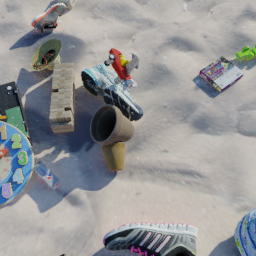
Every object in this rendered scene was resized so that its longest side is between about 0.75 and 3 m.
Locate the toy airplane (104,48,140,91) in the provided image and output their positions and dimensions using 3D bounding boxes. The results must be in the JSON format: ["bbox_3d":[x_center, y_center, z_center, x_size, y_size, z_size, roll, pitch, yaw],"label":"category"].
[{"bbox_3d":[-0.056,-1.914,9.245,1.337,1.331,0.944,26,45,38],"label":"toy airplane"}]

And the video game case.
[{"bbox_3d":[3.820,-2.227,11.437,1.354,0.242,1.227,-34,65,-18],"label":"video game case"}]

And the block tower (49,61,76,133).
[{"bbox_3d":[-2.423,-1.253,10.571,0.820,0.766,2.837,-5,60,-4],"label":"block tower"}]

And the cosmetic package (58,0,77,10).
[{"bbox_3d":[-2.864,-6.495,13.735,0.688,0.581,1.331,15,61,9],"label":"cosmetic package"}]

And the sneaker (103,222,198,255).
[{"bbox_3d":[0.670,3.337,7.742,2.731,1.007,1.195,1,53,-5],"label":"sneaker"}]

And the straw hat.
[{"bbox_3d":[-3.156,-2.795,11.464,1.636,0.692,1.636,-14,56,22],"label":"straw hat"}]

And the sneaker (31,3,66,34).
[{"bbox_3d":[-3.498,-4.971,12.911,0.826,0.778,2.018,47,62,-9],"label":"sneaker"}]

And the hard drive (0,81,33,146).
[{"bbox_3d":[-4.715,-0.289,10.138,1.945,0.527,2.784,-20,62,-11],"label":"hard drive"}]

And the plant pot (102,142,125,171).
[{"bbox_3d":[-0.436,0.986,9.329,0.793,0.793,0.851,-7,74,-4],"label":"plant pot"}]

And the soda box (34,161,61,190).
[{"bbox_3d":[-2.665,1.548,9.192,1.009,0.320,0.345,37,66,20],"label":"soda box"}]

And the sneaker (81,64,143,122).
[{"bbox_3d":[-0.393,-1.505,10.522,1.294,1.163,2.998,-37,68,-26],"label":"sneaker"}]

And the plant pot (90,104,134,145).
[{"bbox_3d":[-0.429,-0.024,9.379,1.321,1.152,1.321,-15,67,40],"label":"plant pot"}]

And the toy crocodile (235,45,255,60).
[{"bbox_3d":[5.351,-3.211,11.921,1.631,0.504,0.551,-18,62,-5],"label":"toy crocodile"}]

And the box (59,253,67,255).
[{"bbox_3d":[-2.156,4.283,7.590,1.409,0.348,1.125,-25,64,-14],"label":"box"}]

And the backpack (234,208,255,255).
[{"bbox_3d":[4.138,3.325,7.401,2.139,2.016,2.622,-23,49,-18],"label":"backpack"}]

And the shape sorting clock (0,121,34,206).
[{"bbox_3d":[-4.451,1.119,8.887,2.816,0.552,2.816,1,78,-6],"label":"shape sorting clock"}]
